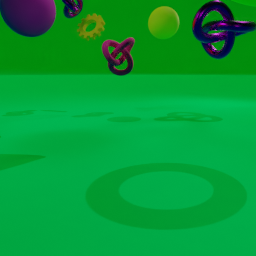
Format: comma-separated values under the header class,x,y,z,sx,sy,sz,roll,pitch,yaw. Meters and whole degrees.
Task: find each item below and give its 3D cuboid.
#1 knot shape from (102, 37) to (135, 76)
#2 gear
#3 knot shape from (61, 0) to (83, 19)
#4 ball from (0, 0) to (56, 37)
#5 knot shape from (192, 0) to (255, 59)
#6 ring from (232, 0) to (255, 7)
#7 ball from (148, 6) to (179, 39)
class,x,y,z,sx,sy,sz,roll,pitch,yaw
knot shape,-0.360,-2.526,9.611,1.299,1.388,0.641,7,18,-43
gear,-1.408,-3.821,10.621,1.065,1.065,0.197,5,-16,21
knot shape,-2.061,-4.820,10.226,0.678,1.373,1.467,2,6,0
ball,-2.255,-2.693,6.347,1.206,1.206,1.206,0,12,0
knot shape,3.196,-3.205,9.196,1.910,0.943,2.041,1,-28,27
ring,1.758,-2.350,3.937,1.860,0.372,1.860,26,0,0
ball,1.133,-3.331,8.896,0.975,0.975,0.975,0,12,0
